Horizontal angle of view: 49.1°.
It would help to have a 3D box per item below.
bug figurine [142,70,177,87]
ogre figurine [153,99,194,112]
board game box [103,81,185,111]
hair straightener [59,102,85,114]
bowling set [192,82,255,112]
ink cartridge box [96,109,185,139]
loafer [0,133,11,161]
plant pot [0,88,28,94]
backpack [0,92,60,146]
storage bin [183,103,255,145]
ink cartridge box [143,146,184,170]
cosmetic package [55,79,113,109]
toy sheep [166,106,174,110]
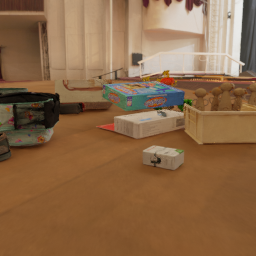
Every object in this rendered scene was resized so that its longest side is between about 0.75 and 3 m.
[{"bbox_3d":[1.131,-1.762,14.542,2.208,0.732,2.847,-13,-25,-37],"label":"bug figurine"},{"bbox_3d":[1.774,-1.368,13.696,2.612,1.281,1.566,-22,29,-19],"label":"ogre figurine"},{"bbox_3d":[0.605,-1.382,11.549,2.731,0.614,2.077,-8,24,-28],"label":"board game box"},{"bbox_3d":[-3.517,-0.923,13.269,2.802,0.573,1.078,3,13,15],"label":"hair straightener"},{"bbox_3d":[4.437,-1.332,12.780,2.948,1.582,2.052,3,13,14],"label":"bowling set"},{"bbox_3d":[0.520,-0.278,10.327,2.627,0.587,2.314,-11,17,-41],"label":"ink cartridge box"},{"bbox_3d":[-3.612,0.576,6.241,0.730,0.639,2.031,8,15,32],"label":"loafer"},{"bbox_3d":[-5.602,-1.213,13.089,1.831,1.227,1.831,0,12,0],"label":"plant pot"},{"bbox_3d":[-3.102,-0.319,8.157,2.032,1.558,1.786,4,13,-8],"label":"backpack"},{"bbox_3d":[3.074,-0.219,9.046,2.147,1.006,2.131,-1,13,-3],"label":"storage bin"},{"bbox_3d":[0.815,0.676,6.499,0.809,0.336,0.593,8,15,32],"label":"ink cartridge box"},{"bbox_3d":[-2.280,-1.731,14.504,2.877,1.255,1.487,-3,-8,-12],"label":"cosmetic package"},{"bbox_3d":[1.845,-0.995,13.745,0.838,0.578,0.578,-5,12,-1],"label":"toy sheep"}]
